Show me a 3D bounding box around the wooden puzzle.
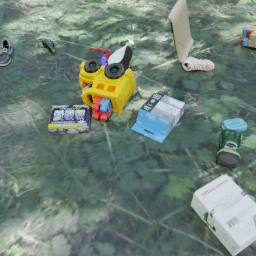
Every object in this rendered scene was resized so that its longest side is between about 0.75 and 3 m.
[{"bbox_3d":[1.597,-2.970,8.512,0.279,1.501,1.389,2,46,30],"label":"wooden puzzle"}]

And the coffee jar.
[{"bbox_3d":[3.654,0.740,10.094,0.775,0.634,1.486,15,47,13],"label":"coffee jar"}]

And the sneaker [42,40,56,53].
[{"bbox_3d":[-4.239,-4.542,15.336,0.530,0.504,1.338,-26,52,-26],"label":"sneaker"}]

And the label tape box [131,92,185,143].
[{"bbox_3d":[1.235,-0.500,11.307,1.436,0.630,1.992,24,50,22],"label":"label tape box"}]

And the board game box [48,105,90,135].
[{"bbox_3d":[-2.327,-0.351,11.303,1.547,0.439,1.279,-1,48,-1],"label":"board game box"}]

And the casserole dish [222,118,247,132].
[{"bbox_3d":[4.295,-0.124,11.247,1.049,0.203,0.635,-9,46,-7],"label":"casserole dish"}]

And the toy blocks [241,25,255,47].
[{"bbox_3d":[7.237,-5.228,15.679,1.768,1.293,2.587,21,48,35],"label":"toy blocks"}]

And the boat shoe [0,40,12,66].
[{"bbox_3d":[-6.522,-3.957,14.690,0.692,0.597,1.905,-6,46,-5],"label":"boat shoe"}]

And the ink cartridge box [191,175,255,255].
[{"bbox_3d":[2.990,2.496,8.273,1.368,0.790,1.873,-23,50,-21],"label":"ink cartridge box"}]

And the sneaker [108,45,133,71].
[{"bbox_3d":[-0.583,-2.906,13.669,1.101,0.947,2.601,-10,44,35],"label":"sneaker"}]

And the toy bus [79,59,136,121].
[{"bbox_3d":[-1.147,-1.468,11.782,2.422,1.643,2.325,15,63,17],"label":"toy bus"}]

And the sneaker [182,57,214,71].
[{"bbox_3d":[3.400,-3.041,13.812,1.534,0.577,0.802,24,46,31],"label":"sneaker"}]

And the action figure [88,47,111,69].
[{"bbox_3d":[-1.498,-3.268,13.805,1.232,0.812,2.489,5,40,5],"label":"action figure"}]
